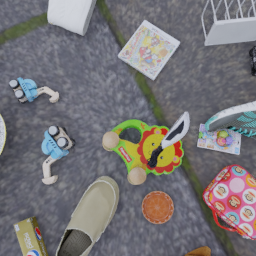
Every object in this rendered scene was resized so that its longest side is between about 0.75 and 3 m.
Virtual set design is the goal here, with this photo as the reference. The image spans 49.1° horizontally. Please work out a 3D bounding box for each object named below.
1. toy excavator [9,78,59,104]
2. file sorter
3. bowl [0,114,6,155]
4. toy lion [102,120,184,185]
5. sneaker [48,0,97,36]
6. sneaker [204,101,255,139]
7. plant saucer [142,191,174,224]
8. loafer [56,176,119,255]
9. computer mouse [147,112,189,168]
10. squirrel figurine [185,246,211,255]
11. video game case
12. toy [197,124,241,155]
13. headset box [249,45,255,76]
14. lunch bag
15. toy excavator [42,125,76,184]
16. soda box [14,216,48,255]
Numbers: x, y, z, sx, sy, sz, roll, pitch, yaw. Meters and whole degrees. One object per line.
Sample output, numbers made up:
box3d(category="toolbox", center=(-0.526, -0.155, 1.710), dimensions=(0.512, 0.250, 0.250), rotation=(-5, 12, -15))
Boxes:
box3d(category="toy excavator", center=(-2.939, -1.172, 8.842), dimensions=(1.201, 0.600, 1.168), rotation=(-29, 82, -14))
box3d(category="file sorter", center=(3.367, -3.484, 8.918), dimensions=(1.732, 1.202, 1.078), rotation=(-6, 77, -1))
box3d(category="bowl", center=(-4.584, 0.420, 8.169), dimensions=(2.388, 1.121, 2.388), rotation=(1, 73, -2))
box3d(category="toy lion", center=(0.549, 0.595, 8.492), dimensions=(2.006, 0.719, 2.093), rotation=(-36, 81, -13))
box3d(category="sneaker", center=(-1.785, -4.507, 9.207), dimensions=(1.520, 0.969, 2.629), rotation=(17, 81, 0))
box3d(category="sneaker", center=(3.647, -0.142, 8.421), dimensions=(2.599, 1.008, 1.186), rotation=(-15, 82, -1))
box3d(category="plant saucer", center=(0.883, 2.365, 8.368), dimensions=(0.945, 0.153, 0.945), rotation=(0, 79, 1))
box3d(category="loafer", center=(-1.108, 2.713, 7.880), dimensions=(1.077, 0.972, 2.847), rotation=(25, 81, 4))
box3d(category="computer mouse", center=(1.087, 0.291, 7.024), dimensions=(0.354, 0.884, 1.613), rotation=(38, 118, 4))
box3d(category="squirrel figurine", center=(1.681, 4.194, 7.024), dimensions=(2.274, 2.123, 1.610), rotation=(-12, 80, -2))
box3d(category="video game case", center=(0.700, -2.588, 9.252), dimensions=(1.439, 0.181, 1.582), rotation=(34, 82, 6))
box3d(category="toy", center=(2.856, 0.317, 8.639), dimensions=(1.312, 0.310, 0.755), rotation=(10, 75, 4))
box3d(category="headset box", center=(4.629, -2.185, 9.036), dimensions=(1.194, 0.461, 0.889), rotation=(-2, 80, -1))
box3d(category="lunch bag", center=(3.202, 2.203, 8.063), dimensions=(1.935, 0.793, 1.705), rotation=(42, 82, 7))
box3d(category="toy excavator", center=(-2.254, 0.793, 8.462), dimensions=(1.402, 0.700, 1.363), rotation=(-39, 80, 6))
box3d(category="soda box", center=(-2.702, 3.371, 7.989), dimensions=(0.498, 0.527, 1.557), rotation=(-21, 80, -4))
